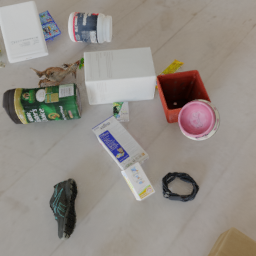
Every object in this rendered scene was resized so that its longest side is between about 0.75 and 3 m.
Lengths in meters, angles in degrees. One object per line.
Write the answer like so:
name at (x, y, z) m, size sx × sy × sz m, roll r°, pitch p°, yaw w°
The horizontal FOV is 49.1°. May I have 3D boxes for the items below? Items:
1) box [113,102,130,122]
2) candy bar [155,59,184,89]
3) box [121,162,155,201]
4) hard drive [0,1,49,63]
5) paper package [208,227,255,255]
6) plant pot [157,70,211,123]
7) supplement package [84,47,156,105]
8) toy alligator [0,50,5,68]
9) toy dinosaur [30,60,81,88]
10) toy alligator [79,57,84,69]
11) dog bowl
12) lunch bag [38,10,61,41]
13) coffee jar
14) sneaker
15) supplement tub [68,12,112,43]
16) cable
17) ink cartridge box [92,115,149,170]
box at (-0.295, -0.691, 11.845) m, size 0.664 × 0.167 × 0.920 m, roll -4°, pitch 59°, yaw -3°
candy bar at (1.819, -2.521, 12.880) m, size 0.511 × 0.227 × 2.051 m, roll 34°, pitch 66°, yaw 22°
box at (0.342, 1.880, 9.855) m, size 0.606 × 0.673 × 1.196 m, roll -28°, pitch 84°, yaw -15°
hard drive at (-5.076, -4.640, 13.498) m, size 1.836 × 0.371 × 2.783 m, roll -15°, pitch 82°, yaw -8°
paper package at (3.300, 4.503, 8.231) m, size 2.147 × 1.165 × 2.253 m, roll 33°, pitch 64°, yaw 18°
plant pot at (2.101, -1.107, 11.314) m, size 1.707 × 1.504 × 1.706 m, roll -9°, pitch 60°, yaw -6°
supplement package at (-0.348, -2.178, 11.846) m, size 2.807 × 1.647 × 1.641 m, roll -5°, pitch 60°, yaw -3°
toy alligator at (-6.468, -3.731, 13.376) m, size 0.641 × 0.587 × 2.163 m, roll -33°, pitch 65°, yaw -17°
toy dinosaur at (-3.171, -2.437, 12.481) m, size 2.291 × 0.983 × 1.553 m, roll 13°, pitch 48°, yaw 26°
toy alligator at (-2.163, -3.205, 13.266) m, size 0.273 × 0.250 × 0.920 m, roll 12°, pitch 60°, yaw 7°
dog bowl at (2.188, -0.270, 8.859) m, size 1.333 × 0.491 × 1.333 m, roll -2°, pitch 86°, yaw 26°
lunch bag at (-4.190, -4.995, 14.171) m, size 1.146 × 0.716 × 1.522 m, roll -30°, pitch 76°, yaw -17°
coffee jar at (-3.375, -0.941, 11.214) m, size 2.902 × 1.513 × 1.238 m, roll -5°, pitch 65°, yaw -2°
sneaker at (-2.227, 2.777, 9.587) m, size 0.828 × 0.788 × 2.089 m, roll -10°, pitch 53°, yaw 10°
supplement tub at (-1.795, -4.846, 13.579) m, size 1.948 × 1.367 × 1.367 m, roll 3°, pitch 60°, yaw 2°
cable at (1.901, 2.113, 10.157) m, size 1.332 × 0.338 × 1.087 m, roll 1°, pitch 55°, yaw 3°
ink cartridge box at (-0.330, 0.623, 10.937) m, size 1.096 × 0.429 × 2.314 m, roll -34°, pitch 68°, yaw -17°
